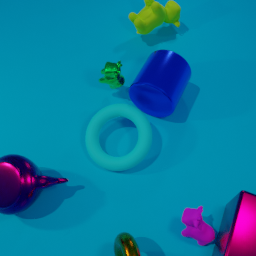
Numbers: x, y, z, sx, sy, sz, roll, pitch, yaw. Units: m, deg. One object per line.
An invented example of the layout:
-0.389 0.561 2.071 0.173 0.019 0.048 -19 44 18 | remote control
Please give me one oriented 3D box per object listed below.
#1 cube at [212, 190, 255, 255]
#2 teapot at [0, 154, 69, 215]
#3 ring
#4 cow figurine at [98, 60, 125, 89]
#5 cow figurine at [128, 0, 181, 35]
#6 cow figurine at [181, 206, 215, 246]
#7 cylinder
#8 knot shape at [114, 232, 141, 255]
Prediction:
2.467 2.153 5.217 1.346 1.346 1.346 19 68 15 | cube
-2.330 1.200 6.067 2.030 0.994 1.262 -7 80 17 | teapot
-0.234 0.207 6.749 1.658 0.332 1.658 -3 76 12 | ring
-0.331 -1.332 7.123 0.908 0.923 0.507 -1 72 42 | cow figurine
0.883 -3.335 8.529 1.467 1.443 0.805 -42 58 14 | cow figurine
1.427 1.966 5.610 0.880 0.866 0.483 32 52 -2 | cow figurine
0.834 -1.138 7.238 1.258 1.258 1.258 24 63 13 | cylinder
0.381 2.907 4.937 0.891 1.928 1.804 -44 111 11 | knot shape
